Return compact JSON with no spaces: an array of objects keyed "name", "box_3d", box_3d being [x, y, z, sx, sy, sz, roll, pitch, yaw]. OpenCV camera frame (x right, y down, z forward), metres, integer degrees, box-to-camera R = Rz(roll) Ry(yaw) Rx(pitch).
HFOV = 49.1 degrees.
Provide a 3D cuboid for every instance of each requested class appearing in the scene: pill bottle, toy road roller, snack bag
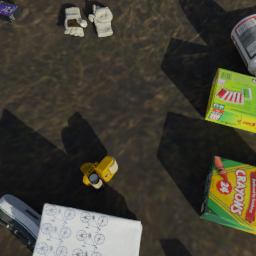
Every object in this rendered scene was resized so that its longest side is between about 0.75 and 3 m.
[{"name":"pill bottle","box_3d":[4.152,-2.399,8.710,1.173,1.173,2.061,-11,64,-6]},{"name":"toy road roller","box_3d":[-0.790,1.085,7.251,0.688,0.579,0.942,32,67,28]},{"name":"snack bag","box_3d":[-0.904,3.072,5.889,2.412,0.274,2.558,18,62,-17]}]

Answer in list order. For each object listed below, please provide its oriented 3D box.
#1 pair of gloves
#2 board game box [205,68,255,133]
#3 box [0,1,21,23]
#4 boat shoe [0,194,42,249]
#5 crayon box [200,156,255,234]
[{"name":"pair of gloves","box_3d":[-1.409,-3.842,9.948,1.716,0.301,1.460,-3,62,-3]},{"name":"board game box","box_3d":[3.840,-0.627,8.055,2.889,0.688,1.467,16,64,8]},{"name":"box","box_3d":[-4.422,-4.211,10.128,0.837,0.330,0.591,20,62,10]},{"name":"boat shoe","box_3d":[-2.241,2.411,6.533,2.182,0.749,0.618,33,89,16]},{"name":"crayon box","box_3d":[3.121,1.754,6.870,2.400,0.610,1.523,14,63,7]}]
